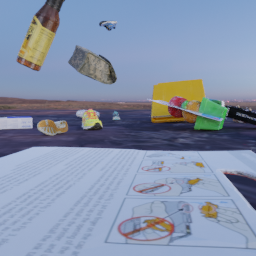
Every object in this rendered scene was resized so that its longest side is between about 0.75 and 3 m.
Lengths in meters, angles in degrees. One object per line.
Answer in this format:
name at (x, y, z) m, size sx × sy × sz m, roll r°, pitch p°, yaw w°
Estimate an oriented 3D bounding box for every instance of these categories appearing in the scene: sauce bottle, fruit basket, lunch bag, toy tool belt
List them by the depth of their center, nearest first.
sauce bottle at (-1.838, -2.125, 6.055) m, size 0.579 × 1.754 × 0.579 m, roll 25°, pitch 5°, yaw -3°
fruit basket at (1.765, -0.589, 7.981) m, size 2.024 × 0.949 × 1.875 m, roll 24°, pitch 12°, yaw 21°
lunch bag at (-1.109, -2.091, 9.511) m, size 1.444 × 0.849 × 1.184 m, roll 22°, pitch 14°, yaw -36°
toy tool belt at (4.573, -0.558, 11.070) m, size 0.701 × 0.690 × 1.122 m, roll -1°, pitch 5°, yaw -9°

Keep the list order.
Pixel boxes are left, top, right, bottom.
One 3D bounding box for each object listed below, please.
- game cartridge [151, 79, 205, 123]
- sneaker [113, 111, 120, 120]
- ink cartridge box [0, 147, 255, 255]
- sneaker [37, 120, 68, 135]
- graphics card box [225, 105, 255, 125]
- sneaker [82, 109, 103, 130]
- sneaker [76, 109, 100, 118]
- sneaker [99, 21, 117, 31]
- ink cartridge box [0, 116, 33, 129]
game cartridge at (2.050, -1.150, 11.383) m, size 2.137 × 0.393 × 2.424 m, roll -4°, pitch 38°, yaw 12°
sneaker at (-0.543, -0.583, 13.166) m, size 0.365 × 0.406 × 0.940 m, roll 0°, pitch 5°, yaw -3°
ink cartridge box at (-0.081, 0.394, 1.143) m, size 1.595 × 0.400 × 1.838 m, roll 1°, pitch 5°, yaw 8°
sneaker at (-1.826, 0.024, 6.524) m, size 0.422 × 0.364 × 0.963 m, roll -12°, pitch -6°, yaw 23°
graphics card box at (3.617, -0.328, 8.272) m, size 1.430 × 0.364 × 0.897 m, roll 21°, pitch 14°, yaw 25°
sneaker at (-1.077, -0.256, 8.023) m, size 0.506 × 0.585 × 1.295 m, roll 0°, pitch 6°, yaw -24°
sneaker at (-2.085, -0.734, 14.615) m, size 1.243 × 0.467 × 0.715 m, roll 3°, pitch 1°, yaw -7°
sneaker at (-0.863, -4.495, 12.331) m, size 0.942 × 0.420 × 0.370 m, roll -17°, pitch 29°, yaw -40°
ink cartridge box at (-3.629, -0.149, 8.226) m, size 1.520 × 0.336 × 0.714 m, roll -2°, pitch 6°, yaw -23°
